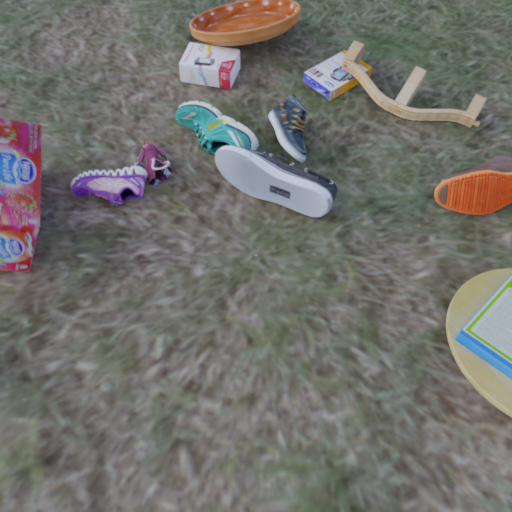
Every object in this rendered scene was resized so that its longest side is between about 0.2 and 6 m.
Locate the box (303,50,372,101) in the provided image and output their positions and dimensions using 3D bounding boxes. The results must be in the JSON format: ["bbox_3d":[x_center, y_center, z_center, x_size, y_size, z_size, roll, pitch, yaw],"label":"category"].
[{"bbox_3d":[1.758,-4.015,12.528,1.470,0.305,0.875,-35,62,-20],"label":"box"}]

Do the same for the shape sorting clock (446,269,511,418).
[{"bbox_3d":[4.399,1.359,8.469,3.013,0.591,3.013,-1,49,1],"label":"shape sorting clock"}]

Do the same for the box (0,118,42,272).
[{"bbox_3d":[-4.400,-1.102,9.639,1.208,1.262,2.531,6,50,-27],"label":"box"}]

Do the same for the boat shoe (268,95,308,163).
[{"bbox_3d":[0.764,-2.573,11.139,0.690,0.538,1.520,-42,51,25],"label":"boat shoe"}]

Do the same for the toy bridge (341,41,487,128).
[{"bbox_3d":[3.240,-3.465,11.880,3.195,0.435,1.074,30,74,13],"label":"toy bridge"}]

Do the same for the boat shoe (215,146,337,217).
[{"bbox_3d":[0.409,-1.528,10.455,2.403,0.840,0.796,23,45,17],"label":"boat shoe"}]

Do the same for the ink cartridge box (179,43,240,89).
[{"bbox_3d":[-1.030,-4.266,12.567,1.197,0.512,0.883,12,55,6],"label":"ink cartridge box"}]

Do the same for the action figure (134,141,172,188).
[{"bbox_3d":[-2.022,-1.843,10.740,0.664,0.738,0.991,-21,71,-7],"label":"action figure"}]

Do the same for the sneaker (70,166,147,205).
[{"bbox_3d":[-2.724,-1.240,10.412,1.432,0.576,0.633,-8,74,-1],"label":"sneaker"}]

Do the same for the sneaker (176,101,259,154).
[{"bbox_3d":[-0.883,-2.470,11.181,1.932,0.749,0.769,30,68,20],"label":"sneaker"}]

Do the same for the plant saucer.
[{"bbox_3d":[-0.247,-5.450,13.104,2.595,0.419,2.595,-7,38,6],"label":"plant saucer"}]

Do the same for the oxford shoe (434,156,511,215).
[{"bbox_3d":[4.361,-1.367,10.434,2.406,0.858,0.877,-7,34,-9],"label":"oxford shoe"}]
